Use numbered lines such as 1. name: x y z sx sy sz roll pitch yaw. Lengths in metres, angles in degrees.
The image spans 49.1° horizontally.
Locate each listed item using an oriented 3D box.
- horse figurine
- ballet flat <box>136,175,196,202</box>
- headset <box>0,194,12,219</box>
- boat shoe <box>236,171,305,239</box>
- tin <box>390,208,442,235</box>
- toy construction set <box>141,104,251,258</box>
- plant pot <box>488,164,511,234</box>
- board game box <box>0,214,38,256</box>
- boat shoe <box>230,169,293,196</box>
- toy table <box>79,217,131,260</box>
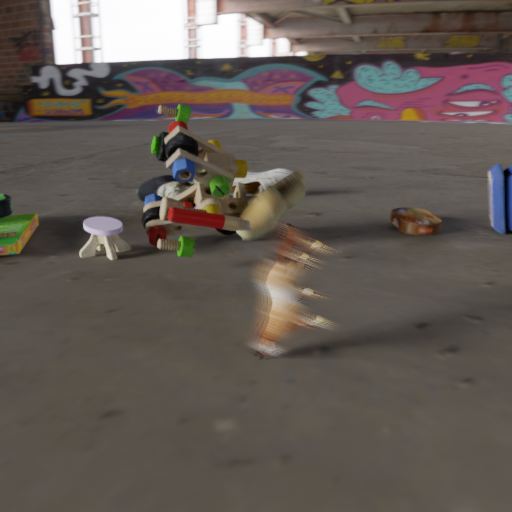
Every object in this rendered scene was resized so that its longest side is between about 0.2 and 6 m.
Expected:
1. horse figurine: 0.370 0.378 6.325 0.359 1.437 0.952 18 -34 -28
2. ballet flat: -1.968 -1.688 14.319 2.124 0.776 0.776 -10 20 -36
3. headset: -6.453 -1.075 11.177 2.903 1.364 1.793 -15 22 -38
4. boat shoe: 0.258 -1.039 10.540 0.631 0.670 1.760 33 59 22
5. tin: 3.396 -0.746 11.966 0.850 0.318 1.519 -4 18 -1
6. toy construction set: -0.693 -1.014 10.124 2.286 2.481 2.975 7 26 -21
7. plant pot: 5.551 -1.219 11.589 1.353 1.504 1.504 -2 16 21
8. board game box: -4.984 -0.395 10.737 1.169 0.367 2.448 -5 15 -11
9. boat shoe: 0.198 -1.881 15.150 2.112 0.749 0.737 2 44 -6
10. toy table: -2.726 -0.315 10.071 0.915 0.583 0.996 -6 19 -20
